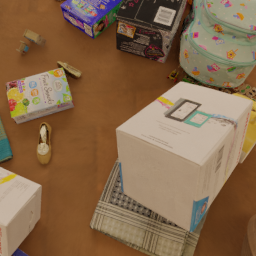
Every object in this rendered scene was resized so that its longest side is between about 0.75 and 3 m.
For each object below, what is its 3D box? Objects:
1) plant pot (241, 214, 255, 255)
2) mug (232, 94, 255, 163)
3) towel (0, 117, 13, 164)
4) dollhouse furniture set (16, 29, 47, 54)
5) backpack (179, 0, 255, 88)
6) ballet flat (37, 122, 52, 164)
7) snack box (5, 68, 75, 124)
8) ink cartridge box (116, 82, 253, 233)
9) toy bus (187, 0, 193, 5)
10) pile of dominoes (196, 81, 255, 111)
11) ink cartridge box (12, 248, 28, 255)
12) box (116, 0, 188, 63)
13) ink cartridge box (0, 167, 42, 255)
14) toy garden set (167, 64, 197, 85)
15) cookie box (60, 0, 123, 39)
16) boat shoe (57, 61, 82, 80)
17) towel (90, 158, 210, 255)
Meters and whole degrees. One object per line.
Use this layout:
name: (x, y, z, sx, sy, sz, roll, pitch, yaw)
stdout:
plant pot: (3.503, 3.349, 6.400, 2.666, 1.231, 2.666, 27, 35, -21)
mug: (3.127, -0.160, 8.131, 1.533, 1.868, 1.496, 36, 32, 24)
towel: (-4.470, 0.390, 8.659, 1.416, 0.209, 1.930, -23, 66, -10)
dollhouse furniture set: (-3.459, -2.979, 10.064, 0.583, 0.579, 0.827, 27, 92, 11)
backpack: (2.998, -2.857, 8.908, 2.583, 2.253, 2.939, 18, 65, -2)
ballet flat: (-2.579, 0.437, 8.509, 0.450, 0.413, 1.310, -6, 66, -3)
snack box: (-2.871, -1.073, 9.136, 1.932, 0.512, 1.374, -17, 67, -8)
ink cartridge box: (1.386, 0.479, 6.723, 2.003, 2.012, 2.743, 23, 42, 32)
toy bus: (2.285, -5.567, 11.001, 1.433, 1.013, 1.493, 5, 68, 17)
pile of dominoes: (3.239, -1.207, 9.245, 1.981, 0.315, 1.544, 30, 69, 9)
ink cartridge box: (-3.128, 3.909, 6.758, 1.917, 0.390, 1.921, 27, 79, 12)
box: (0.956, -4.085, 9.876, 1.939, 1.683, 2.934, 19, 68, 7)
ink cartridge box: (-3.361, 1.969, 7.009, 1.900, 1.394, 1.388, 21, 34, 9)
toy garden set: (2.054, -1.879, 9.648, 1.051, 0.252, 1.261, 32, 69, 14)
cookie box: (-1.262, -4.536, 10.601, 1.626, 0.714, 1.901, 37, 71, 15)
boat shoe: (-2.042, -2.033, 9.700, 0.945, 0.347, 0.296, 36, 66, 4)
towel: (0.762, 1.978, 7.757, 2.931, 0.506, 2.822, 20, 67, 8)
